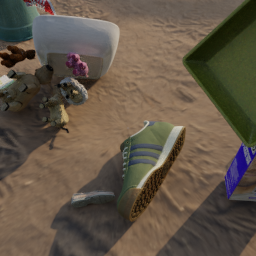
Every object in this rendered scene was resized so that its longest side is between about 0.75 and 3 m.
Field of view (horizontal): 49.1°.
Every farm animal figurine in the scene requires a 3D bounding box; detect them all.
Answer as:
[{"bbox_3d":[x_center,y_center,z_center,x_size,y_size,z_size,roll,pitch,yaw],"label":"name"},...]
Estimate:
[{"bbox_3d":[-2.323,-1.187,8.052,2.683,2.167,1.349,16,7,12],"label":"farm animal figurine"}]

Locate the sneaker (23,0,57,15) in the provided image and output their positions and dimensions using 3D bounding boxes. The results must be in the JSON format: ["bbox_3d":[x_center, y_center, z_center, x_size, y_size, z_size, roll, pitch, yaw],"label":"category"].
[{"bbox_3d":[-2.442,-3.382,7.643,0.591,0.374,1.051,-36,83,-17],"label":"sneaker"}]

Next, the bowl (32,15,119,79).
[{"bbox_3d":[-1.618,-2.292,8.632,2.546,2.543,0.950,3,76,-11],"label":"bowl"}]

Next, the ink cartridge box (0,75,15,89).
[{"bbox_3d":[-4.345,-1.468,9.273,1.054,0.253,0.767,28,54,21],"label":"ink cartridge box"}]

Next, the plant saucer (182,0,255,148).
[{"bbox_3d":[2.265,-1.035,4.643,2.006,2.003,0.480,56,31,11],"label":"plant saucer"}]

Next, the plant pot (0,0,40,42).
[{"bbox_3d":[-4.568,-4.844,11.108,2.059,2.017,2.059,-1,48,1],"label":"plant pot"}]

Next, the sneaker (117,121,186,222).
[{"bbox_3d":[0.288,0.827,6.818,1.284,0.959,2.859,19,50,26],"label":"sneaker"}]

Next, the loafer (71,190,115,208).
[{"bbox_3d":[-0.816,1.571,6.486,1.001,0.360,0.315,-9,42,-5],"label":"loafer"}]

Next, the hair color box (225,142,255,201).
[{"bbox_3d":[2.929,0.824,5.946,1.152,2.107,0.683,3,48,3],"label":"hair color box"}]
